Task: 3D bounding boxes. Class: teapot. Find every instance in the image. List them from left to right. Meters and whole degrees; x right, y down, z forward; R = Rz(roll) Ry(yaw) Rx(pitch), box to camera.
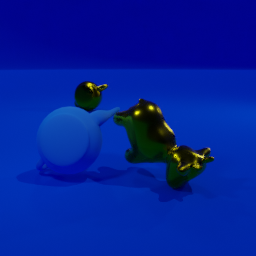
[{"bbox_3d":[-0.943,0.186,5.071,1.896,1.179,0.929,-38,-9,6],"label":"teapot"},{"bbox_3d":[-1.670,-1.325,11.958,2.025,1.259,0.991,-29,-7,25],"label":"teapot"}]

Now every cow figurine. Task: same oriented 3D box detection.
[{"bbox_3d":[0.569,0.219,4.717,0.867,1.579,1.553,-26,10,-39],"label":"cow figurine"}]
